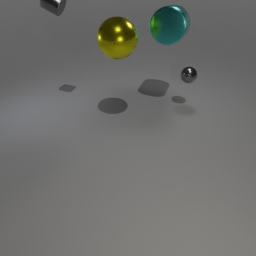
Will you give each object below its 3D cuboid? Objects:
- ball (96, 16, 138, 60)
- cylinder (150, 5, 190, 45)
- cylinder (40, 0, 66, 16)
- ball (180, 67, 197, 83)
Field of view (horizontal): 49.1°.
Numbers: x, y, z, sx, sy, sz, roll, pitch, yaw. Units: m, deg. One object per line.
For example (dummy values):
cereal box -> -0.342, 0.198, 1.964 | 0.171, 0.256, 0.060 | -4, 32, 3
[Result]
ball -> -0.361, -3.022, 9.461 | 1.400, 1.400, 1.400 | 0, 33, 0
cylinder -> 1.685, -4.088, 11.066 | 1.400, 1.400, 1.400 | 10, 27, 14
cylinder -> -2.698, -4.533, 10.118 | 0.700, 0.700, 0.700 | 28, 35, -4
ball -> 2.573, -2.237, 11.835 | 0.700, 0.700, 0.700 | 0, 33, 0
